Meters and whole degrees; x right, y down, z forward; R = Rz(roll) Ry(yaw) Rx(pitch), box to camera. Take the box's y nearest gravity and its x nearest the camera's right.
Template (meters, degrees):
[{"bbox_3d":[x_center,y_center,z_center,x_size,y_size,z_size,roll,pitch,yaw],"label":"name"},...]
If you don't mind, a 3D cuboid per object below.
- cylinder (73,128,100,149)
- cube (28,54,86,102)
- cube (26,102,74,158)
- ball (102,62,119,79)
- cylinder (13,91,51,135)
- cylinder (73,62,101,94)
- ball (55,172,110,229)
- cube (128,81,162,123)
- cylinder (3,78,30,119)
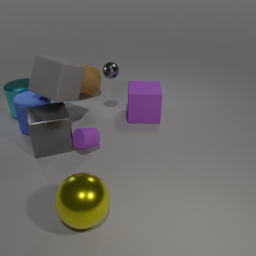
[{"bbox_3d":[-1.470,0.347,9.916,0.700,0.700,0.700,26,19,37],"label":"cylinder"},{"bbox_3d":[-2.702,-1.895,10.720,1.400,1.400,1.400,22,15,22],"label":"cube"},{"bbox_3d":[-2.849,0.033,10.224,1.400,1.400,1.400,-11,32,-17],"label":"cube"},{"bbox_3d":[-0.725,-2.420,11.812,0.700,0.700,0.700,0,30,0],"label":"ball"},{"bbox_3d":[-3.776,-0.634,11.341,1.400,1.400,1.400,-1,30,1],"label":"cylinder"},{"bbox_3d":[-2.286,-2.441,13.935,1.400,1.400,1.400,29,18,39],"label":"cylinder"},{"bbox_3d":[-1.150,1.840,7.157,1.400,1.400,1.400,0,30,0],"label":"ball"},{"bbox_3d":[0.699,-1.145,12.199,1.400,1.400,1.400,1,32,1],"label":"cube"},{"bbox_3d":[-4.628,-1.317,12.448,1.400,1.400,1.400,-3,31,2],"label":"cylinder"}]
